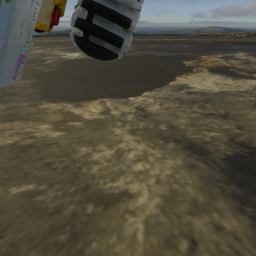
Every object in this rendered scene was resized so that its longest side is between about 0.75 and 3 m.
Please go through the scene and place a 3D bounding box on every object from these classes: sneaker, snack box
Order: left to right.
[{"bbox_3d":[-2.526,-2.035,3.936,2.487,2.097,0.842,33,31,2],"label":"snack box"},{"bbox_3d":[0.107,-2.260,3.660,1.041,2.770,1.123,29,30,-13],"label":"sneaker"}]

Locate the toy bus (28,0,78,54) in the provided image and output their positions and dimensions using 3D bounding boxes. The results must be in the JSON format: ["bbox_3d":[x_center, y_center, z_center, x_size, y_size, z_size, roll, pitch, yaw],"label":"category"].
[{"bbox_3d":[-1.984,-3.095,6.550,2.409,2.273,1.245,-31,5,0],"label":"toy bus"}]
